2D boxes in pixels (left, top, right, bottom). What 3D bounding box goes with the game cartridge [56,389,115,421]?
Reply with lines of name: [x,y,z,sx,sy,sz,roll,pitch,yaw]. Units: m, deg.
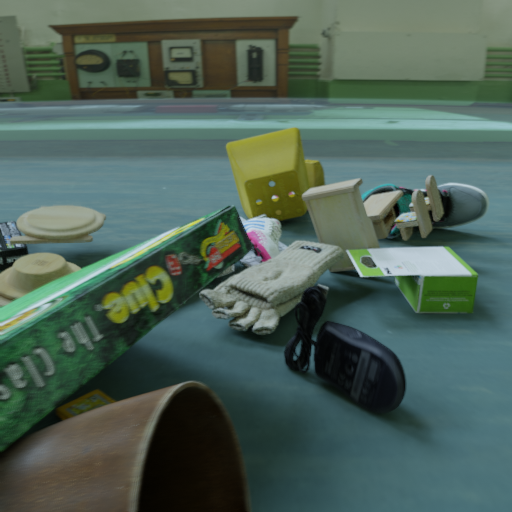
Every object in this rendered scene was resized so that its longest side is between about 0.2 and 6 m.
game cartridge: [-1.643,1.575,5.633,0.568,0.092,0.501,15,25,39]

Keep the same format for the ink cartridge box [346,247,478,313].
ink cartridge box: [2.227,0.337,8.299,1.633,0.619,1.207,-1,20,-1]

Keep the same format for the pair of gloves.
pair of gloves: [-0.467,0.304,8.517,2.993,0.525,2.545,7,23,29]

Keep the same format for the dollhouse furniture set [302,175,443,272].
dollhouse furniture set: [1.855,-0.850,9.714,1.986,1.407,2.162,-7,22,37]

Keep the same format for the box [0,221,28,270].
box: [-5.033,-0.126,9.922,1.701,0.419,1.762,-13,24,-26]

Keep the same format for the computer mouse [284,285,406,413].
computer mouse: [1.022,1.061,6.014,0.406,1.067,1.541,-4,27,-44]

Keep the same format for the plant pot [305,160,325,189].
plant pot: [1.472,-2.279,15.477,0.688,0.704,0.684,11,22,29]

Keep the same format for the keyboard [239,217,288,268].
keyboard: [-0.188,-0.266,10.638,0.963,0.182,3.420,-9,21,-23]

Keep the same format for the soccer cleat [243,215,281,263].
soccer cleat: [0.171,-0.358,9.679,0.717,0.580,1.661,-32,25,-5]

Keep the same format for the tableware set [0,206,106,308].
tableware set: [-4.219,-0.074,9.047,3.235,0.449,3.873,0,26,-10]

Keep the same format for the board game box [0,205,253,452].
board game box: [-2.502,1.059,4.435,3.118,0.698,5.951,-22,9,29]

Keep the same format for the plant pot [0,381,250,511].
plant pot: [-1.131,1.721,3.364,1.799,1.681,1.681,-11,17,14]

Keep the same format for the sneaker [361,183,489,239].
sneaker: [3.181,-0.950,11.110,2.611,1.092,1.577,0,13,25]

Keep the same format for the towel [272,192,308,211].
towel: [1.397,-1.451,13.842,2.273,0.259,1.637,-6,20,-15]

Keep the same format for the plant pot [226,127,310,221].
plant pot: [0.335,-1.575,12.068,1.651,1.650,1.456,-12,34,4]
